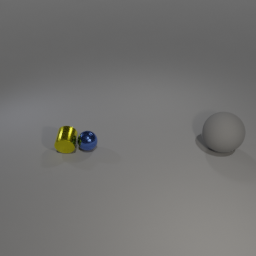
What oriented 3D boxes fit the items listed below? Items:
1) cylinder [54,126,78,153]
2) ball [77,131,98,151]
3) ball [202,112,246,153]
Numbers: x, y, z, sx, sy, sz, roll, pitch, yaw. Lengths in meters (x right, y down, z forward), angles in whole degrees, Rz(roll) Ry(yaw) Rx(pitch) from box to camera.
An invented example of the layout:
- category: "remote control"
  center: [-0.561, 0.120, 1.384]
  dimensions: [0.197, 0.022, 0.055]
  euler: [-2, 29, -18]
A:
- category: "cylinder"
  center: [-2.145, 0.401, 9.728]
  dimensions: [0.700, 0.700, 0.700]
  euler: [1, 46, 1]
- category: "ball"
  center: [-1.415, 0.440, 9.790]
  dimensions: [0.700, 0.700, 0.700]
  euler: [0, 31, 0]
- category: "ball"
  center: [3.258, 0.142, 9.564]
  dimensions: [1.400, 1.400, 1.400]
  euler: [0, 31, 0]
